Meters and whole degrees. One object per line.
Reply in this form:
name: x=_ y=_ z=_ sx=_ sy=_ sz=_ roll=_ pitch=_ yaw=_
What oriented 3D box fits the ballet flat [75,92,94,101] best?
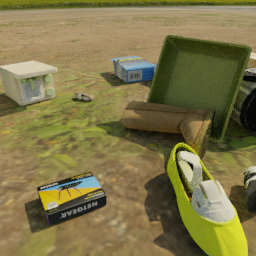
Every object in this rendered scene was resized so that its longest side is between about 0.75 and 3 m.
ballet flat: x=-1.740 y=-1.212 z=10.900 sx=0.856 sy=0.291 sz=0.288 roll=9 pitch=38 yaw=18

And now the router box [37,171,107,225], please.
router box: x=-1.185 y=1.435 z=5.907 sx=1.235 sy=0.315 sz=0.921 roll=-14 pitch=31 yaw=-25

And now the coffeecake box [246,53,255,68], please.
coffeecake box: x=4.884 y=-2.011 z=10.972 sx=0.759 sy=1.595 sz=2.078 roll=-14 pitch=31 yaw=-24

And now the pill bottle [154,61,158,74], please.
pill bottle: x=2.107 y=-2.439 z=12.407 sx=1.013 sy=1.013 sz=1.805 roll=-22 pitch=35 yaw=-35

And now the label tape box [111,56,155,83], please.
label tape box: x=0.200 y=-2.878 z=13.562 sx=1.532 sy=0.707 sz=2.138 roll=-11 pitch=28 yaw=-21

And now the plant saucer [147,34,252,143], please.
plant saucer: x=2.127 y=-1.296 z=8.847 sx=2.823 sy=2.827 sz=0.677 roll=22 pitch=11 yaw=34

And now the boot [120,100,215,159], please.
boot: x=1.036 y=-0.036 z=8.219 sx=2.679 sy=0.886 sz=2.346 roll=8 pitch=26 yaw=20

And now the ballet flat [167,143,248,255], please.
ballet flat: x=1.424 y=1.253 z=5.570 sx=0.960 sy=0.963 sz=2.872 roll=-5 pitch=29 yaw=-8

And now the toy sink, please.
toy sink: x=-3.759 y=-1.722 z=10.795 sx=1.489 sy=1.280 sz=2.284 roll=-22 pitch=30 yaw=-35

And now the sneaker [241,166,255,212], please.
sneaker: x=2.766 y=1.231 z=6.064 sx=1.738 sy=0.644 sz=0.769 roll=-16 pitch=24 yaw=-39

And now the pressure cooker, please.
pressure cooker: x=3.864 y=-0.959 z=8.904 sx=1.747 sy=1.774 sz=1.986 roll=37 pitch=14 yaw=-27
